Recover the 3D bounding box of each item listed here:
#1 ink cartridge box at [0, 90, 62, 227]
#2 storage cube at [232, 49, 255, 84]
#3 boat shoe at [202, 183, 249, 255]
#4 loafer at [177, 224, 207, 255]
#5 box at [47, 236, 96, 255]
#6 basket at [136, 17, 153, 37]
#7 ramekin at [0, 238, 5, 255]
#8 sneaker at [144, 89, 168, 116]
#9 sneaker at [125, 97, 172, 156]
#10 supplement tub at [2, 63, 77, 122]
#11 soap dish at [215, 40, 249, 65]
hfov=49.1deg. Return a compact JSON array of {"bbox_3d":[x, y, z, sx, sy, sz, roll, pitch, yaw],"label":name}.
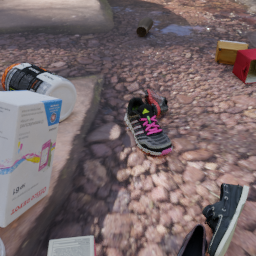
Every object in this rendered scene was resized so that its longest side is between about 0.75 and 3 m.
[{"bbox_3d":[-2.338,0.517,5.860,1.022,2.414,1.744,15,12,10],"label":"ink cartridge box"},{"bbox_3d":[5.111,-2.573,11.516,1.222,1.045,1.099,-6,37,-8],"label":"storage cube"},{"bbox_3d":[1.940,1.819,5.868,0.711,0.802,2.145,20,40,26],"label":"boat shoe"},{"bbox_3d":[1.076,2.532,5.106,0.635,0.556,1.766,15,39,19],"label":"loafer"},{"bbox_3d":[-0.953,2.650,4.819,0.832,0.709,1.302,-4,37,-5],"label":"box"},{"bbox_3d":[0.898,-5.715,15.977,0.968,0.730,1.074,-21,32,33],"label":"basket"},{"bbox_3d":[-3.185,2.398,5.096,1.635,0.761,1.635,-1,38,1],"label":"ramekin"},{"bbox_3d":[1.004,-0.934,9.800,0.667,0.483,1.365,-10,40,-13],"label":"sneaker"},{"bbox_3d":[0.542,-0.142,8.285,0.861,1.021,2.335,-14,39,-18],"label":"sneaker"},{"bbox_3d":[-3.031,-1.258,9.372,2.455,1.504,1.504,27,44,30],"label":"supplement tub"},{"bbox_3d":[4.640,-3.369,12.666,1.314,1.034,0.534,12,56,16],"label":"soap dish"}]
